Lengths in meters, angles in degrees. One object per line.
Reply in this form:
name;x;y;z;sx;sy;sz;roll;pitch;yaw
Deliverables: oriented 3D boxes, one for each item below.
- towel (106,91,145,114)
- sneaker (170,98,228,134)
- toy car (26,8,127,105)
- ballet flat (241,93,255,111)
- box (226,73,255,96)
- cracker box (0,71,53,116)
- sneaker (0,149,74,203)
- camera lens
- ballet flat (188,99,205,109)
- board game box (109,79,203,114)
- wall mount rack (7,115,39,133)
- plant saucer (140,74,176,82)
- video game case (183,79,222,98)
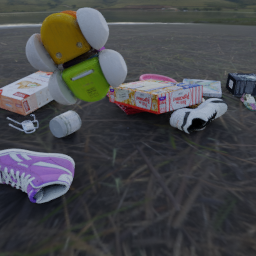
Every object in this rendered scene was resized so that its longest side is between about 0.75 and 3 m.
towel;0.348;-1.314;12.356;1.988;0.309;2.749;-10;27;-21
sneaker;2.676;-0.357;9.881;2.354;0.868;0.942;-20;35;-20
toy car;-1.347;-2.054;7.984;2.265;2.589;1.941;-20;27;15
ballet flat;5.121;-1.165;11.852;0.446;0.460;1.291;4;26;1
box;5.551;-2.081;13.381;1.293;0.815;1.315;2;26;0
cracker box;-4.056;-1.602;12.046;1.780;0.766;2.657;15;38;29
sneaker;-2.492;1.164;6.614;2.340;0.848;1.334;-2;29;-4
camera lens;-2.079;-0.136;9.413;0.718;0.718;0.897;16;31;31
ballet flat;2.689;-1.131;11.583;0.689;0.632;2.007;-13;28;-27
board game box;0.991;-1.331;10.890;2.268;0.693;2.993;-15;21;-32
wall mount rack;-3.687;-0.162;9.832;0.945;0.405;1.087;-13;28;-24
plant saucer;1.462;-2.141;13.672;1.850;0.469;1.850;7;26;-4
video game case;3.617;-2.010;13.872;1.882;0.227;2.064;6;26;13
